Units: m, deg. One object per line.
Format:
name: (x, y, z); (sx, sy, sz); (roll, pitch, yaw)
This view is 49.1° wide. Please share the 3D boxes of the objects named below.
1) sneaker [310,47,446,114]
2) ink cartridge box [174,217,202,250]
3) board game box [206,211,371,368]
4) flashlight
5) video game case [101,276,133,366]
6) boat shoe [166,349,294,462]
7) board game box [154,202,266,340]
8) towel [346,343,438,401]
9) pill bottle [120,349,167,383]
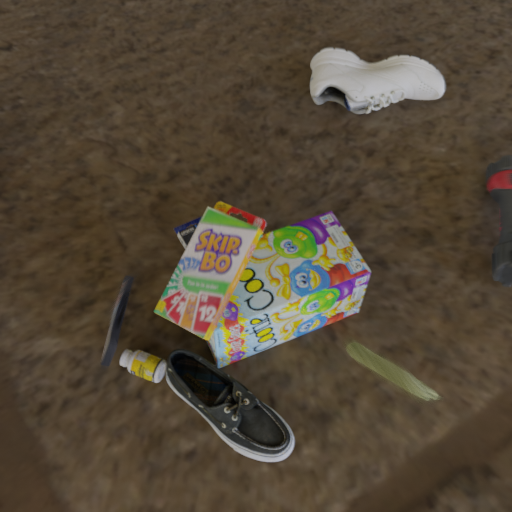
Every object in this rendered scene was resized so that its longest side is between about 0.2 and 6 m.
sneaker: (2.713, -3.828, 12.878); (3.126, 1.165, 1.361); (8, 68, 14)
ink cartridge box: (-0.837, -0.191, 9.049); (0.607, 0.239, 1.220); (-26, 59, -16)
board game box: (0.324, 0.556, 9.544); (2.727, 1.405, 1.430); (-20, 58, -13)
flashlight: (4.857, -0.680, 10.714); (0.908, 0.912, 2.683); (31, 56, -25)
video game case: (-2.263, 1.075, 9.081); (0.160, 1.256, 1.135); (15, 60, -13)
boat shoe: (-0.484, 2.319, 8.773); (2.449, 0.693, 0.840); (31, 61, 19)
board game box: (-0.680, 0.166, 8.461); (0.954, 0.299, 1.997); (24, 81, 22)
towel: (2.065, 1.768, 8.541); (1.313, 0.974, 0.239); (28, 85, 40)
pill bottle: (-1.880, 1.808, 9.303); (0.716, 0.401, 0.401); (18, 58, 12)
